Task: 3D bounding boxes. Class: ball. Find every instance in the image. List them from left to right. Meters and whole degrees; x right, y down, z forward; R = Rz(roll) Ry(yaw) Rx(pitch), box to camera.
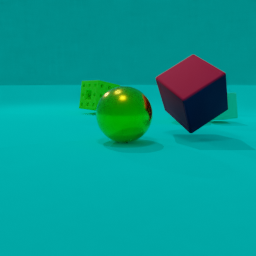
[{"bbox_3d":[-0.073,-0.264,5.500,1.109,1.109,1.109,0,9,0],"label":"ball"}]

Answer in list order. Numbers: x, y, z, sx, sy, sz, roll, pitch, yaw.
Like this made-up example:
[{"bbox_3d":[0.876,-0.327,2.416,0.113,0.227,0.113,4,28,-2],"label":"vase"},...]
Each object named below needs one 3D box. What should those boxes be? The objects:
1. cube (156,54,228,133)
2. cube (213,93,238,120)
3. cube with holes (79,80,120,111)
[{"bbox_3d":[1.366,-0.731,5.957,1.025,1.025,1.025,-32,45,-8],"label":"cube"},{"bbox_3d":[2.704,-0.618,8.267,0.738,0.738,0.738,-3,-1,-6],"label":"cube"},{"bbox_3d":[-1.064,-1.167,10.492,1.043,1.043,1.043,5,2,-44],"label":"cube with holes"}]
